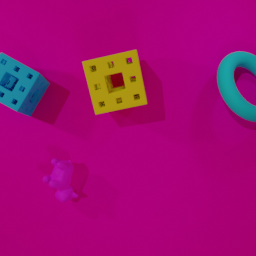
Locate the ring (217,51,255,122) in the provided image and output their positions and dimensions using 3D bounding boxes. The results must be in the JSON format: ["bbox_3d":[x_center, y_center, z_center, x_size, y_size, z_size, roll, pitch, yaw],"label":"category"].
[{"bbox_3d":[3.321,-1.147,7.642,2.073,0.415,2.073,8,69,-21],"label":"ring"}]

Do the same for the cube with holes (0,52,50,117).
[{"bbox_3d":[-3.007,-1.120,7.569,1.120,1.120,1.120,29,85,-1],"label":"cube with holes"}]

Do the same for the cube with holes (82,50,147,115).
[{"bbox_3d":[-0.284,-1.247,7.365,1.318,1.318,1.318,-11,104,5],"label":"cube with holes"}]

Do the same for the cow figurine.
[{"bbox_3d":[-1.723,1.429,7.611,0.629,1.127,1.146,20,85,41],"label":"cow figurine"}]
